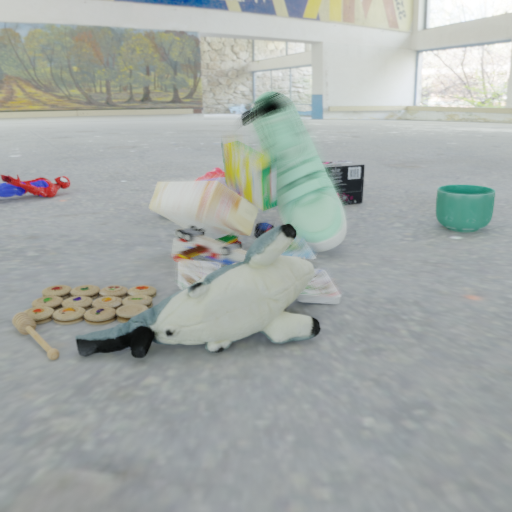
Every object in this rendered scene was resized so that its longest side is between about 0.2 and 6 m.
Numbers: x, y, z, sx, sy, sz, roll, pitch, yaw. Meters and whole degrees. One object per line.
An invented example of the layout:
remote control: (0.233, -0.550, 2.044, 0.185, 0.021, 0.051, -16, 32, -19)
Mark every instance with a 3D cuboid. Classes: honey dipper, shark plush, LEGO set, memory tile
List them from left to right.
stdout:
honey dipper: (-2.593, 0.948, 6.606, 0.218, 0.218, 1.148, -14, 23, -37)
memory tile: (-2.250, 0.644, 7.701, 1.657, 0.139, 1.270, 0, 17, -1)
shark plush: (-0.543, 0.751, 6.796, 3.029, 1.376, 1.262, -30, 12, -16)
LEGO set: (-0.177, 0.148, 9.062, 2.300, 0.756, 3.079, 4, 22, -11)

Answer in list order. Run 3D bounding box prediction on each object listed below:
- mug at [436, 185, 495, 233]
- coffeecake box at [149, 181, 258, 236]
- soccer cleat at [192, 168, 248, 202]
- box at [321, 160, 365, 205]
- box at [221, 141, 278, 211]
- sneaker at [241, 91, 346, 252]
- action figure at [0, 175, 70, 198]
mug: (4.470, -0.986, 11.748, 1.375, 0.850, 1.130, -3, 18, -8)
coffeecake box: (-0.929, -0.836, 9.877, 1.511, 0.552, 1.160, 6, -16, 41)
soccer cleat: (-1.219, -1.621, 13.548, 0.943, 1.012, 2.766, 16, 23, 41)
box: (1.819, -1.862, 14.247, 1.608, 1.063, 0.923, -8, 19, -23)
box: (-0.162, -1.479, 9.999, 0.359, 0.871, 1.484, -22, 37, -26)
sneaker: (0.620, -1.590, 10.114, 1.133, 1.817, 3.080, -25, 57, 8)
action figure: (-6.366, -1.780, 14.685, 3.018, 0.780, 0.987, -10, 17, -38)
